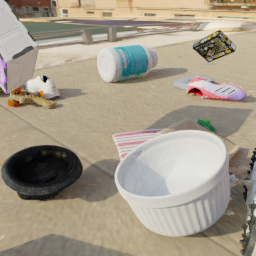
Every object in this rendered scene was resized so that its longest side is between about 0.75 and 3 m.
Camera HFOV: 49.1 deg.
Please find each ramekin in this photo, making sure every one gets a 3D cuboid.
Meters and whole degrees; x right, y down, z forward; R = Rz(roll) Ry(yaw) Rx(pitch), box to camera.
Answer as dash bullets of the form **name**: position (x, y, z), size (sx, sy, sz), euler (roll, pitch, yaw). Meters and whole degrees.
- **ramekin**: position (0.808, 0.923, 4.773), size (1.877, 0.985, 1.877), euler (-18, 23, 8)

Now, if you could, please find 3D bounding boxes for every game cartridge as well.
- **game cartridge**: position (2.746, -1.885, 11.778), size (1.592, 0.331, 1.060), euler (-19, 28, -34)

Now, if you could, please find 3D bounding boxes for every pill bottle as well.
- **pill bottle**: position (0.064, -2.981, 12.670), size (2.657, 1.472, 1.472), euler (-17, 31, -31)

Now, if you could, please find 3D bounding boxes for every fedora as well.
- **fedora**: position (-1.639, 0.958, 5.434), size (1.501, 0.685, 1.501), euler (9, 31, -5)

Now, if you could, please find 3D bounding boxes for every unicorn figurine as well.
- **unicorn figurine**: position (1.620, 1.180, 5.051), size (1.269, 0.469, 0.872), euler (-34, 15, -19)

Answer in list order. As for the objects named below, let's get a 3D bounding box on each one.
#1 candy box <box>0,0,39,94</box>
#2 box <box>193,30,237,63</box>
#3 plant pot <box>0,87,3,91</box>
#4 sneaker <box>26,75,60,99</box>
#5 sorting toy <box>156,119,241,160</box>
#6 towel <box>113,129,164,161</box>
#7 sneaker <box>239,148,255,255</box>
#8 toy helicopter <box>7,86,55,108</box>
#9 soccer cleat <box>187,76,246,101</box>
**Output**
- **candy box**: position (-2.583, -1.798, 5.171), size (0.696, 1.945, 1.631), euler (-40, 5, -25)
- **box**: position (2.715, -2.561, 8.869), size (0.845, 0.261, 1.058), euler (30, -23, -26)
- **plant pot**: position (-5.265, -1.915, 10.955), size (1.307, 1.307, 1.258), euler (17, 18, 31)
- **sneaker**: position (-3.304, -1.691, 10.781), size (1.882, 0.819, 0.701), euler (18, 32, 35)
- **sorting toy**: position (1.936, 0.286, 7.135), size (1.702, 0.339, 2.302), euler (30, 30, 27)
- **towel**: position (0.511, 0.574, 6.817), size (1.527, 0.312, 2.087), euler (-5, 24, -11)
- **sneaker**: position (2.691, 1.221, 4.832), size (1.255, 0.921, 2.773), euler (13, 32, 19)
- **toy helicopter**: position (-3.293, -1.032, 9.877), size (1.718, 0.678, 1.136), euler (19, 21, 13)
- **soccer cleat**: position (3.214, -1.300, 10.334), size (2.113, 0.705, 0.808), euler (23, 67, 27)
